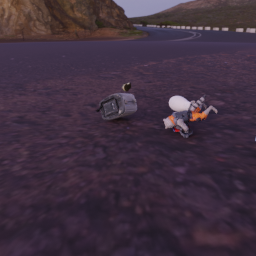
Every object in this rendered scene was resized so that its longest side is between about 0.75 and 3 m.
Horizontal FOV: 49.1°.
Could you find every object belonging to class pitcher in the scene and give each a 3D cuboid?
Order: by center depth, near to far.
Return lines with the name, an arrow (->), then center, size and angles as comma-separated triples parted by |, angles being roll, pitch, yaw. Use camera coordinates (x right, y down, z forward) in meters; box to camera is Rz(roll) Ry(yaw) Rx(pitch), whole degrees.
pitcher -> 1.637, -0.615, 8.491 | 0.465, 0.658, 0.767 | -29, 37, -35

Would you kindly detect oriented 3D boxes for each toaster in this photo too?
toaster -> -0.302, -0.636, 8.512 | 1.205, 0.685, 0.778 | -20, -8, 42

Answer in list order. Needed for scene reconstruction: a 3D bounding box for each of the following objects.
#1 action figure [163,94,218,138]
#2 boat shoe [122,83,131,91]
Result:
action figure -> 1.591, -0.396, 7.791 | 1.345, 0.727, 1.390 | -25, 29, -1
boat shoe -> -0.105, -1.608, 11.078 | 0.276, 0.300, 0.840 | -6, 17, 21
